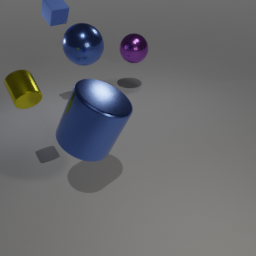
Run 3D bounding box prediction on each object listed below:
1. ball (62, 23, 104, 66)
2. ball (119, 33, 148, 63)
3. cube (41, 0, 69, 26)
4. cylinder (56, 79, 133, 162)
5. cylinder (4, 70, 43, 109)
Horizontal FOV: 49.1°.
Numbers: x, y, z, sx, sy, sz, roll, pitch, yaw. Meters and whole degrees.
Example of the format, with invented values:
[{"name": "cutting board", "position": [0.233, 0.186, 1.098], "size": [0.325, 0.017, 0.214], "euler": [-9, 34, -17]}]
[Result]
[{"name": "ball", "position": [-1.519, -2.828, 9.520], "size": [1.400, 1.400, 1.400], "euler": [0, 31, 0]}, {"name": "ball", "position": [0.286, -3.835, 13.513], "size": [1.400, 1.400, 1.400], "euler": [0, 31, 0]}, {"name": "cube", "position": [-2.619, -4.210, 10.058], "size": [0.700, 0.700, 0.700], "euler": [-27, 71, -33]}, {"name": "cylinder", "position": [-0.801, -0.183, 6.514], "size": [1.400, 1.400, 1.400], "euler": [22, 32, -14]}, {"name": "cylinder", "position": [-2.553, -0.938, 6.849], "size": [0.700, 0.700, 0.700], "euler": [-21, 70, -31]}]
